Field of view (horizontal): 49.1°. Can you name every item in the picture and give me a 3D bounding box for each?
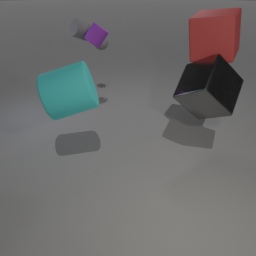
[{"bbox_3d":[-1.896,-3.958,11.303,0.700,0.700,0.700,6,18,-42],"label":"cylinder"},{"bbox_3d":[-1.312,-4.175,13.684,0.700,0.700,0.700,0,28,0],"label":"ball"},{"bbox_3d":[-1.226,-3.616,10.913,0.700,0.700,0.700,34,15,-11],"label":"cylinder"},{"bbox_3d":[2.578,-1.264,9.027,1.400,1.400,1.400,-6,54,56],"label":"cube"},{"bbox_3d":[-1.729,-1.089,8.245,1.400,1.400,1.400,-18,29,2],"label":"cylinder"},{"bbox_3d":[2.875,-3.059,9.227,1.400,1.400,1.400,7,34,26],"label":"cube"}]
